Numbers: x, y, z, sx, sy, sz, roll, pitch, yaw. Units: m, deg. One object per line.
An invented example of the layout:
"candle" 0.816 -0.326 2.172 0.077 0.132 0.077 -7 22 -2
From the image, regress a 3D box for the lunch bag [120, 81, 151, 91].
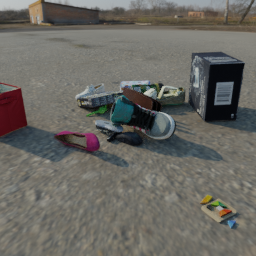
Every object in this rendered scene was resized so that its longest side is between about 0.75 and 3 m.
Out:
"lunch bag" 0.438 -2.180 15.204 1.736 0.656 1.391 1 23 4

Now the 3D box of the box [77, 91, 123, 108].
"box" -1.221 -1.385 13.249 1.938 0.476 1.562 -16 13 -32

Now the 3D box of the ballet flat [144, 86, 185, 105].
"ballet flat" 1.402 -1.510 13.310 2.985 0.951 1.006 -10 34 -20

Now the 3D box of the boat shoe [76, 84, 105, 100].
"boat shoe" -1.954 -1.928 14.611 0.670 0.660 1.891 22 33 39

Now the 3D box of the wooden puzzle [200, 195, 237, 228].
"wooden puzzle" 2.200 1.975 6.802 0.695 0.120 1.030 -19 31 -36

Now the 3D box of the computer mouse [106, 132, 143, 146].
"computer mouse" -0.068 0.306 10.150 1.296 0.342 0.898 14 27 27

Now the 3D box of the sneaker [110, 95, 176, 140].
"sneaker" 0.276 -0.425 10.127 1.696 1.175 2.809 14 5 -38

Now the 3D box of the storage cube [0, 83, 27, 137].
"storage cube" -5.138 -0.739 10.883 1.818 1.634 1.554 14 28 29

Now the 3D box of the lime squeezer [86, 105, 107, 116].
"lime squeezer" -1.209 -0.840 12.838 0.584 0.312 1.655 -23 11 33

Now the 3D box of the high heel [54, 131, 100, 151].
"high heel" -1.726 0.468 9.431 0.914 0.641 1.902 -7 9 -37

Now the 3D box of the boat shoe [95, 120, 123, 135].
"boat shoe" -0.721 0.040 10.641 1.219 0.416 0.450 12 28 22

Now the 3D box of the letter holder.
"letter holder" 0.583 -1.148 11.906 1.576 1.120 0.793 29 42 29

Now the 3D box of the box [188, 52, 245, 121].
"box" 3.752 -1.894 12.356 1.484 2.486 2.528 -3 25 -3

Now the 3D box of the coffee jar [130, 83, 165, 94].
"coffee jar" 0.967 -1.823 14.117 1.679 0.716 0.876 -5 -18 -12
